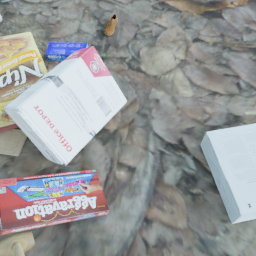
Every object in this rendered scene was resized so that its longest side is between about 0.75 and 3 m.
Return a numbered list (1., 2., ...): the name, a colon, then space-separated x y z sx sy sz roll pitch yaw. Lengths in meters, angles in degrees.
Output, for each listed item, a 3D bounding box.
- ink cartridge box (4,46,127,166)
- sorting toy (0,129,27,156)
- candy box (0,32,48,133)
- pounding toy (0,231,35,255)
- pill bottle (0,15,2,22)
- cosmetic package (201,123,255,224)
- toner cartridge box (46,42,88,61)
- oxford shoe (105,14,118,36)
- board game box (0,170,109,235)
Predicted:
1. ink cartridge box: -1.404 -0.542 6.753 1.006 1.728 2.372 4 45 49
2. sorting toy: -3.082 0.351 7.212 0.817 0.149 0.756 10 57 1
3. candy box: -3.165 -1.400 7.886 1.703 0.816 2.950 -18 58 -18
4. pounding toy: -2.184 2.936 4.275 1.686 1.691 2.948 -16 33 -15
5. pill bottle: -4.944 -3.603 9.527 0.653 0.653 1.180 38 65 22
6. cosmetic package: 3.356 0.875 6.506 2.716 0.702 2.048 -9 55 -6
7. toner cartridge box: -1.943 -2.448 8.988 1.244 0.268 0.591 3 57 2
8. oxford shoe: -0.598 -3.579 9.710 0.343 0.343 0.962 12 59 6
9. board game box: -1.536 1.462 5.860 2.130 0.207 1.096 -2 49 -29
